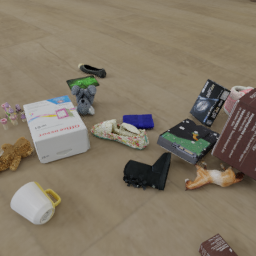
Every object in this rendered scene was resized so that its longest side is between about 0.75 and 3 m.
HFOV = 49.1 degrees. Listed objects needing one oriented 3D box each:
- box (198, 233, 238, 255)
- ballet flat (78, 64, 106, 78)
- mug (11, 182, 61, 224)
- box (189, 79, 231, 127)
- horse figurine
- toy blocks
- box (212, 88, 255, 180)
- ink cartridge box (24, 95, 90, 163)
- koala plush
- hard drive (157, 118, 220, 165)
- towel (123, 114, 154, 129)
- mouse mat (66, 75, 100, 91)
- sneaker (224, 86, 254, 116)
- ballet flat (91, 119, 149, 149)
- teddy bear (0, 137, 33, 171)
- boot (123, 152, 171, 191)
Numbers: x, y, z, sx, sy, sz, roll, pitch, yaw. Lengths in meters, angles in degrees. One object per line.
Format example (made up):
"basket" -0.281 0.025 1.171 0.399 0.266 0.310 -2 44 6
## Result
"box" 2.390 3.322 6.925 0.616 0.461 1.231 -19 44 -23
"ballet flat" -1.917 -3.208 15.127 1.906 0.541 0.633 23 44 26
"mug" -2.553 2.148 8.063 0.995 0.970 1.212 32 54 24
"box" 3.287 -1.028 11.338 0.357 1.638 1.312 17 21 -23
"horse figurine" 2.872 1.509 9.189 2.021 0.504 1.339 4 34 8
"toy blocks" -4.902 -0.724 11.638 1.143 0.962 1.068 -28 46 -31
"box" 4.508 0.320 8.892 2.562 2.104 2.125 31 34 26
"ink cartridge box" -2.744 -0.043 10.640 1.846 1.081 2.554 -16 41 -20
"koala plush" -1.896 -1.090 12.255 1.084 1.124 1.223 -2 60 -4
"hard drive" 2.279 0.420 10.216 1.565 0.424 2.240 29 33 27
"towel" 0.417 -0.240 11.594 1.275 0.316 0.941 -1 32 -1
"mouse mat" -2.331 -2.318 14.407 1.505 0.057 1.211 -14 40 -19
"sneaker" 4.912 -0.717 11.282 1.027 1.426 2.728 -10 40 -15
"ballet flat" -0.318 0.090 10.754 2.462 0.787 0.931 15 39 19
"teddy bear" -4.176 1.041 9.839 1.236 0.569 1.705 15 48 29
"boot" 0.660 1.329 9.349 1.387 0.626 1.693 10 42 15
